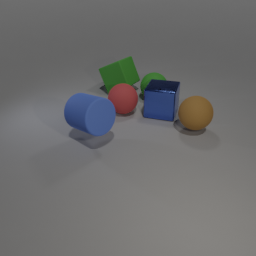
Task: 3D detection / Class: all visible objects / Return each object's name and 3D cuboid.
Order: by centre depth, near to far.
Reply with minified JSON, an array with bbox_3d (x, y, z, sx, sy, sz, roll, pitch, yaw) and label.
[{"bbox_3d":[-1.420,-0.525,10.417,1.400,1.400,1.400,-27,31,-37],"label":"cylinder"},{"bbox_3d":[2.754,-0.612,11.404,1.400,1.400,1.400,0,31,0],"label":"ball"},{"bbox_3d":[1.566,-1.313,12.904,1.400,1.400,1.400,8,31,16],"label":"cube"},{"bbox_3d":[-0.234,-1.354,12.969,1.400,1.400,1.400,0,31,0],"label":"ball"},{"bbox_3d":[1.329,-2.129,14.320,1.400,1.400,1.400,0,31,0],"label":"ball"},{"bbox_3d":[-0.442,-2.851,14.990,1.400,1.400,1.400,-12,17,34],"label":"cube"}]
